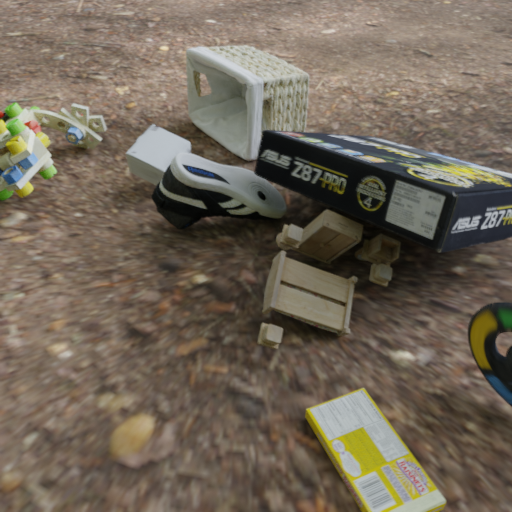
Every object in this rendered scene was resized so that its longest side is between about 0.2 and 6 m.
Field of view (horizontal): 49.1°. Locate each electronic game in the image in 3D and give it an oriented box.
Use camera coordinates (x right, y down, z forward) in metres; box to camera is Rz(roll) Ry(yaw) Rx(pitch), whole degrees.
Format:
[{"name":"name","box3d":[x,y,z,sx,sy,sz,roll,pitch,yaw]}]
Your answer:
[{"name":"electronic game","box3d":[2.653,1.090,5.333,0.310,1.492,1.492,-32,47,-20]}]

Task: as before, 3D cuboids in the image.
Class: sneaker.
[{"name":"sneaker","box3d":[-0.623,-0.808,8.558,2.041,1.142,0.746,18,45,-33]}]

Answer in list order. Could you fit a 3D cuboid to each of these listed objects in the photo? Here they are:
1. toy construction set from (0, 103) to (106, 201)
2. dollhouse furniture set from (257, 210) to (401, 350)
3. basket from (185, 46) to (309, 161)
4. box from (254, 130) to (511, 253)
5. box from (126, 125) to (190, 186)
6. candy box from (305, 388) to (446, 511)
[{"name":"toy construction set","box3d":[-3.862,-1.976,9.580,1.850,1.300,2.822,-14,24,22]},{"name":"dollhouse furniture set","box3d":[0.840,0.520,7.165,1.628,0.932,1.909,21,65,-14]},{"name":"basket","box3d":[-0.188,-3.062,10.796,1.425,1.565,2.309,-21,42,-28]},{"name":"box","box3d":[1.998,-1.049,7.922,2.625,0.800,3.257,-6,25,-41]},{"name":"box","box3d":[-1.597,-1.631,9.260,0.771,0.504,0.767,27,62,12]},{"name":"candy box","box3d":[1.098,1.931,5.408,0.709,0.183,1.386,-12,39,-20]}]
